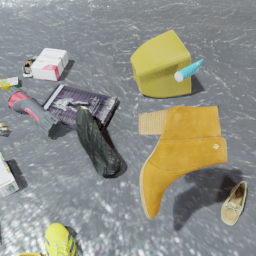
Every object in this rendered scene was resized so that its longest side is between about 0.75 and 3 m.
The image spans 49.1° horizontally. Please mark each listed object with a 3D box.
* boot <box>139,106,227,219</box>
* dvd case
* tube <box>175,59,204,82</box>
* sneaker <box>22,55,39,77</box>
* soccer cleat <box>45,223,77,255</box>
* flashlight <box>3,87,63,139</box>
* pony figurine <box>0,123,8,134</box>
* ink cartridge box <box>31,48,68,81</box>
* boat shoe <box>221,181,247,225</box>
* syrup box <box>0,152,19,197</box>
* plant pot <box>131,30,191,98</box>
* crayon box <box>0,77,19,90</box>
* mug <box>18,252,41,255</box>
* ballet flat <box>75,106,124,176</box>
[{"bbox_3d":[1.249,0.841,6.347,1.907,2.664,0.937,-1,8,12],"label":"boot"},{"bbox_3d":[-2.038,-0.767,11.282,2.800,0.224,2.082,14,51,11],"label":"dvd case"},{"bbox_3d":[2.010,-1.854,9.081,1.269,0.492,0.320,-32,67,-35],"label":"tube"},{"bbox_3d":[-4.448,-2.975,13.023,0.541,0.580,1.463,7,47,8],"label":"sneaker"},{"bbox_3d":[-1.663,3.464,6.962,0.808,1.046,2.500,-11,49,-10],"label":"soccer cleat"},{"bbox_3d":[-3.678,-0.575,10.750,2.687,0.910,0.913,38,69,22],"label":"flashlight"},{"bbox_3d":[-5.075,0.043,10.341,0.935,0.778,0.902,1,16,5],"label":"pony figurine"},{"bbox_3d":[-3.573,-2.942,12.926,1.131,0.659,1.562,9,49,8],"label":"ink cartridge box"},{"bbox_3d":[3.218,2.230,8.457,0.536,0.459,1.463,22,52,18],"label":"boat shoe"},{"bbox_3d":[-4.072,1.490,9.067,0.548,0.530,1.347,-29,54,-23],"label":"syrup box"},{"bbox_3d":[1.285,-2.469,11.736,2.083,2.036,2.023,-18,50,-1],"label":"plant pot"},{"bbox_3d":[-5.258,-1.946,12.340,0.849,0.219,0.533,-11,49,-11],"label":"crayon box"},{"bbox_3d":[-2.494,3.700,6.841,0.989,0.965,1.205,3,67,-7],"label":"mug"},{"bbox_3d":[-1.128,0.429,9.834,0.841,0.984,2.961,-6,55,-37],"label":"ballet flat"}]
